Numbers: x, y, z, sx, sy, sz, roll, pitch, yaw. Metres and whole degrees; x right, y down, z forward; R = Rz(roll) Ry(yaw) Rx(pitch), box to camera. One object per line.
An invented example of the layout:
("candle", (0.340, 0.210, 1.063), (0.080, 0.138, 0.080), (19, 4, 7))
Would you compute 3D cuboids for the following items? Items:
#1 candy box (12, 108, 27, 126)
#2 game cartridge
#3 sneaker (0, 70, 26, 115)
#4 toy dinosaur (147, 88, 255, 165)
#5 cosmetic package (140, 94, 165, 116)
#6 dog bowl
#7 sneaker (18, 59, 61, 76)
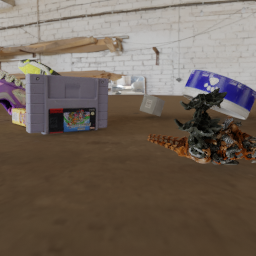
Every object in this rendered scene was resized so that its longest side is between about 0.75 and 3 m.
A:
("candy box", (-2.875, -0.339, 9.124), (1.121, 0.542, 1.921), (-5, 9, -41))
("game cartridge", (-1.551, -0.640, 7.595), (2.356, 1.527, 0.452), (-5, 7, -40))
("sneaker", (-3.865, -0.970, 10.496), (2.954, 1.306, 1.188), (23, -25, -36))
("toy dinosaur", (1.156, 0.194, 4.128), (1.725, 1.171, 0.881), (-14, 41, 8))
("cosmetic package", (1.027, -0.921, 11.519), (0.615, 0.728, 1.363), (18, 3, 17))
("dog bowl", (3.488, -1.288, 10.829), (2.624, 1.033, 2.624), (23, 6, -3))
("sneaker", (-2.508, -1.263, 9.442), (2.810, 1.074, 1.060), (35, -4, -12))
